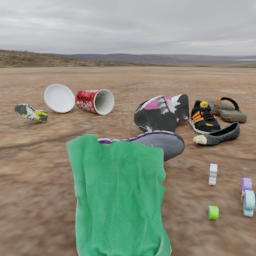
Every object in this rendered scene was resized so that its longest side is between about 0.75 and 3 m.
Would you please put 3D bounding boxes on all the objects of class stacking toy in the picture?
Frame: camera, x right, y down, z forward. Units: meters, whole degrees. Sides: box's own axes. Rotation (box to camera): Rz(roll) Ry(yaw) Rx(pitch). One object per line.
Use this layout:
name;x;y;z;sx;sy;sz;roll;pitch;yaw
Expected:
stacking toy;1.909;1.042;4.441;1.210;0.377;1.605;4;16;16

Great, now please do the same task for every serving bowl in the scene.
serving bowl;-2.798;-1.131;11.278;1.250;1.250;0.411;-11;-14;-36

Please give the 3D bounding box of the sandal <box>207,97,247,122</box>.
sandal;3.666;-0.798;10.561;1.061;0.709;2.598;0;15;0

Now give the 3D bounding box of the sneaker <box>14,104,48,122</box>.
sneaker;-3.284;-0.460;9.299;0.534;0.470;1.262;2;-14;33

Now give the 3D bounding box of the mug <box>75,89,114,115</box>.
mug;-1.464;-1.198;11.169;1.473;1.307;0.982;11;52;48

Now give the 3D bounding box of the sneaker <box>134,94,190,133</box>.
sneaker;0.895;-0.371;8.768;1.279;1.190;2.963;-6;3;32

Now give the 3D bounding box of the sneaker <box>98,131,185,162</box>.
sneaker;0.120;0.619;5.614;2.072;0.771;0.907;-8;24;9

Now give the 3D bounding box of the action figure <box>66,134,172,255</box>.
action figure;-0.106;1.019;3.728;1.729;0.800;2.926;0;22;-5

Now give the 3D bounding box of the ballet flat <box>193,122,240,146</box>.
ballet flat;2.355;0.162;7.477;1.660;0.472;0.552;-10;18;-33

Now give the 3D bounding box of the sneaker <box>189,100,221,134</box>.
sneaker;2.350;-0.370;8.705;0.664;0.855;1.899;-1;15;-3
